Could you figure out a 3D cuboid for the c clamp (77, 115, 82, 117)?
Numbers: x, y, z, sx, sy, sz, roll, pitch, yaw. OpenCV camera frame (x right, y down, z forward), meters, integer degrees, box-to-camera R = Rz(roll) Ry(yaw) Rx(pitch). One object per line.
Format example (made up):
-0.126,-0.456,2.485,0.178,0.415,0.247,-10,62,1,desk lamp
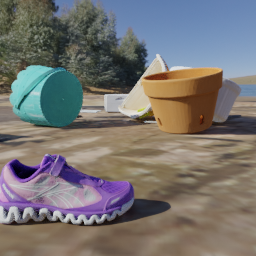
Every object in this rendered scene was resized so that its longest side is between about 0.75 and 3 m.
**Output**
-2.670,-0.540,12.521,1.088,0.172,1.273,10,10,27,c clamp

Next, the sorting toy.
0.898,-1.334,11.361,1.576,2.950,2.655,37,16,-3,sorting toy

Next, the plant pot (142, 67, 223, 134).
1.634,-0.832,8.363,2.317,1.622,2.317,-7,17,2,plant pot

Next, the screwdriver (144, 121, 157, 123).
1.521,-0.177,9.325,2.044,0.285,0.297,5,-20,15,screwdriver

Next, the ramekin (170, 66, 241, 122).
2.631,-1.174,10.369,2.679,1.306,2.679,19,0,0,ramekin

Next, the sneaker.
-0.658,0.590,2.894,1.465,0.648,0.589,1,7,-5,sneaker

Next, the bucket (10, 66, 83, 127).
-2.703,-1.078,9.627,1.440,2.213,2.213,10,13,34,bucket

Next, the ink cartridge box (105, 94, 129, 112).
-0.513,-1.424,15.760,1.612,0.931,2.209,-1,8,-4,ink cartridge box

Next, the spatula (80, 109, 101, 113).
-2.408,-0.950,15.330,1.748,0.140,1.215,1,7,10,spatula
